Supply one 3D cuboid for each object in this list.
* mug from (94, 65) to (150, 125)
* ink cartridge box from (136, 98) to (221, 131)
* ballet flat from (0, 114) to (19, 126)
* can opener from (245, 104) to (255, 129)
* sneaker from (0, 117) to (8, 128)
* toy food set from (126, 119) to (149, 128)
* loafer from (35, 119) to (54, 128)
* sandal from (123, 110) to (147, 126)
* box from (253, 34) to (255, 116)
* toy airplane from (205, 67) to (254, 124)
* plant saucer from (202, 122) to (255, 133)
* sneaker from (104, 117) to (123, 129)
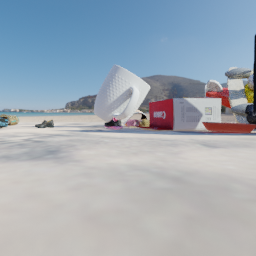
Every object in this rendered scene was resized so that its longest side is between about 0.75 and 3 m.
[{"bbox_3d":[-0.299,-1.240,12.318,1.965,2.333,2.662,30,3,-26],"label":"mug"},{"bbox_3d":[1.490,-0.436,9.078,2.054,0.981,2.339,-1,2,-14],"label":"ink cartridge box"},{"bbox_3d":[-7.180,-0.436,16.280,2.014,0.710,0.658,-4,15,35],"label":"ballet flat"},{"bbox_3d":[4.896,-0.263,8.863,2.246,0.883,0.712,10,-4,14],"label":"can opener"},{"bbox_3d":[-5.000,-0.192,10.903,0.568,0.508,1.386,8,7,-27],"label":"sneaker"},{"bbox_3d":[0.616,-0.217,12.779,1.424,0.353,2.241,0,1,3],"label":"toy food set"},{"bbox_3d":[-3.305,-0.164,11.065,0.326,0.324,0.897,5,6,28],"label":"loafer"},{"bbox_3d":[0.253,-0.560,15.158,1.099,0.822,2.868,-6,2,-14],"label":"sandal"},{"bbox_3d":[3.925,-1.329,5.750,2.190,2.228,1.381,8,-20,5],"label":"box"},{"bbox_3d":[4.438,-1.374,10.993,2.861,2.873,2.028,-18,-31,-34],"label":"toy airplane"},{"bbox_3d":[2.501,-0.027,7.092,1.216,0.223,1.214,4,3,13],"label":"plant saucer"},{"bbox_3d":[-0.511,-0.185,9.637,0.849,0.405,0.335,6,16,44],"label":"sneaker"}]
